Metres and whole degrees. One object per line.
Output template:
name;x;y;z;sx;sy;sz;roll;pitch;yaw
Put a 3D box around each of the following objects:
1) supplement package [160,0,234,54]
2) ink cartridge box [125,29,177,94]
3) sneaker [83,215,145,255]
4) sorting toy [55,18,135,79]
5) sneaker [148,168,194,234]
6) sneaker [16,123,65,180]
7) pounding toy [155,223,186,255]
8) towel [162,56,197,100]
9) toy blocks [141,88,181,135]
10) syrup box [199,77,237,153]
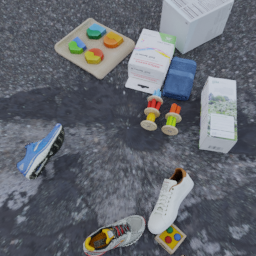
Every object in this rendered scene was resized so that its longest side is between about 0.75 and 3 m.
supplement package;3.053;-5.098;12.872;2.481;1.883;1.869;-30;65;-16
ink cartridge box;0.996;-2.913;12.212;1.621;0.932;2.768;16;62;9
sneaker;-0.393;3.384;8.768;2.114;0.868;0.823;-24;63;-14
sorting toy;-1.527;-3.832;12.961;2.882;0.526;2.668;36;67;18
sneaker;1.243;2.279;9.206;0.852;0.991;2.341;0;42;47
sneaker;-3.203;0.689;10.251;1.029;0.907;2.308;29;65;12
pounding toy;1.402;3.707;8.792;1.132;0.518;0.995;40;68;20
towel;2.240;-2.122;12.034;1.158;0.503;2.074;15;61;8
toy blocks;1.433;-0.717;11.166;1.492;0.650;1.790;13;62;8
syrup box;3.453;-0.545;10.795;1.083;1.120;2.750;9;61;2
